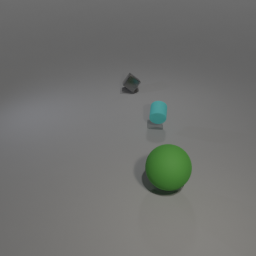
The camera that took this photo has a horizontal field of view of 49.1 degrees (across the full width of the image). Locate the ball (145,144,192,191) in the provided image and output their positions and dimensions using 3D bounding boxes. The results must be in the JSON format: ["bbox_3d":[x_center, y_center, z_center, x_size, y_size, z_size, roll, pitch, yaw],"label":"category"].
[{"bbox_3d":[1.225,1.190,8.508,1.400,1.400,1.400,0,31,0],"label":"ball"}]

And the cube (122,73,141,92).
[{"bbox_3d":[0.181,-2.466,15.175,0.700,0.700,0.700,34,16,-15],"label":"cube"}]

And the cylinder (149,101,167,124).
[{"bbox_3d":[1.263,-0.648,11.644,0.700,0.700,0.700,4,51,7],"label":"cylinder"}]
